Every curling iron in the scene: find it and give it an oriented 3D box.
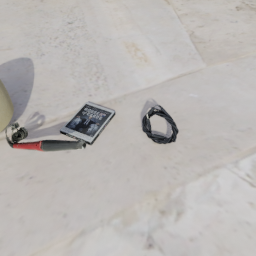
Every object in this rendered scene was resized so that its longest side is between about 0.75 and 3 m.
[{"bbox_3d":[-2.169,0.321,6.977,2.819,0.699,0.360,6,23,34],"label":"curling iron"}]

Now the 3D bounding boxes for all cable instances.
[{"bbox_3d":[0.940,-0.002,8.297,1.231,1.004,0.313,50,27,12],"label":"cable"}]

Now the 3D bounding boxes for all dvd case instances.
[{"bbox_3d":[-1.266,-0.183,9.018,1.160,0.191,1.544,19,49,18],"label":"dvd case"}]

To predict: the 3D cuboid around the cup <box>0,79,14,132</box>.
[{"bbox_3d":[-4.458,-0.673,8.168,2.450,1.752,2.450,-18,52,24],"label":"cup"}]
